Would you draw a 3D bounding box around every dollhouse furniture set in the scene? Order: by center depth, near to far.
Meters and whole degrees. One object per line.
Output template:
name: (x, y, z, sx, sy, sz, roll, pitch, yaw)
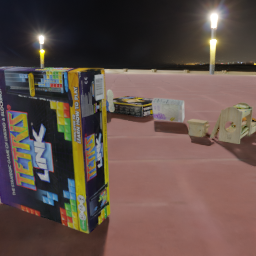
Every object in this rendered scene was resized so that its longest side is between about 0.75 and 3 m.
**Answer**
dollhouse furniture set: (3.533, -0.395, 10.396, 1.911, 1.201, 2.160, 10, 17, 36)

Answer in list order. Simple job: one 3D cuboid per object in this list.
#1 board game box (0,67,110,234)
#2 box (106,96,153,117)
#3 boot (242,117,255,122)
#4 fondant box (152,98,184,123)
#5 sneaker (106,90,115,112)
board game box: (-1.417, 0.266, 4.883, 2.154, 2.605, 0.739, 6, 17, 27)
box: (0.294, -1.173, 14.690, 2.673, 0.660, 2.134, 11, 16, 37)
boot: (4.857, -0.368, 11.868, 1.163, 0.409, 0.833, 9, 10, 12)
fondant box: (1.768, -0.779, 12.260, 1.344, 0.969, 0.391, 8, 45, 22)
sneaker: (-1.022, -1.331, 13.979, 0.614, 1.103, 0.423, -4, 7, 44)
